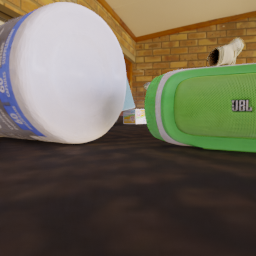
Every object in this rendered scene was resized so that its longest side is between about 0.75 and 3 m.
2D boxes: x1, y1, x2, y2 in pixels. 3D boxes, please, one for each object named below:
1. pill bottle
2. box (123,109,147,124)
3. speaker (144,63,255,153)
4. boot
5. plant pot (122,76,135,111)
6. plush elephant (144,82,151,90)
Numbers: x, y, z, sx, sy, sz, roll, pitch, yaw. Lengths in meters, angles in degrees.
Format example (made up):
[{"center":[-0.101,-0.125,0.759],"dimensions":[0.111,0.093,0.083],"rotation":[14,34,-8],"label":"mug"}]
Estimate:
[{"center":[-1.537,-0.637,4.008],"dimensions":[2.792,1.588,1.588],"rotation":[2,3,40],"label":"pill bottle"},{"center":[0.347,-0.403,9.869],"dimensions":[0.565,0.509,1.004],"rotation":[1,3,39],"label":"box"},{"center":[1.162,-0.200,2.681],"dimensions":[1.936,0.856,0.856],"rotation":[2,3,32],"label":"speaker"},{"center":[3.070,-2.194,9.254],"dimensions":[1.162,0.544,1.495],"rotation":[-27,-24,-23],"label":"boot"},{"center":[-1.470,-1.577,9.153],"dimensions":[2.401,2.452,2.408],"rotation":[-7,6,27],"label":"plant pot"},{"center":[1.778,-1.008,11.823],"dimensions":[1.834,2.227,1.724],"rotation":[-13,25,3],"label":"plush elephant"}]
